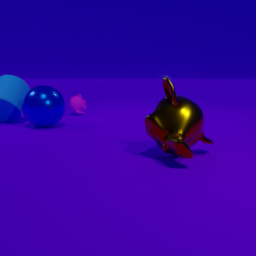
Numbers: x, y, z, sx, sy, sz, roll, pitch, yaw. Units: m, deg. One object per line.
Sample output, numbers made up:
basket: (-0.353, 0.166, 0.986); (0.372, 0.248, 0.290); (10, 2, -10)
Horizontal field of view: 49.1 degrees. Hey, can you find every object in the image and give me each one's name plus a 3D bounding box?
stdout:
monkey head: (1.055, -0.022, 5.435); (1.123, 1.864, 1.341); (-43, 24, -4)
teapot: (-2.017, -0.944, 11.588); (0.607, 0.770, 1.239); (-21, 52, 9)
ball: (-2.653, -0.681, 8.859); (1.325, 1.325, 1.325); (0, 11, 0)
cylinder: (-4.163, -1.015, 9.738); (1.197, 1.197, 1.197); (1, 49, 4)
